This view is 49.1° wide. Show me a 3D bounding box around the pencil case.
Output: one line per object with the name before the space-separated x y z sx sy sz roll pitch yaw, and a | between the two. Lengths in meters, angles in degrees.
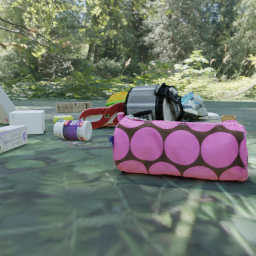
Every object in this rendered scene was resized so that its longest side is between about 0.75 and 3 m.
pencil case | 0.742 0.260 4.167 1.967 0.922 0.893 3 2 13

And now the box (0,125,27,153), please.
box | -2.818 0.298 5.758 0.487 0.455 2.350 1 7 7

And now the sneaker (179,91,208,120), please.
sneaker | 2.590 -0.976 12.313 1.073 1.194 2.765 -16 -6 32

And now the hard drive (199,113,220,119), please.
hard drive | 3.967 -0.611 14.142 0.970 0.196 1.470 0 8 5

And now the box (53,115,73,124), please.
box | -2.687 -0.339 11.569 0.750 0.309 1.278 -2 9 -17

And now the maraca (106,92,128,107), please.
maraca | -0.037 -1.348 15.183 2.423 1.296 1.661 -6 0 21

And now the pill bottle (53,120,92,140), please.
pill bottle | -1.482 0.056 7.485 0.933 0.520 0.520 2 7 15

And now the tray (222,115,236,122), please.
tray | 4.539 -0.424 12.621 0.571 0.214 1.157 2 7 20

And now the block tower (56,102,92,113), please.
block tower | -3.533 -1.376 18.515 2.350 0.635 0.679 -6 8 -37

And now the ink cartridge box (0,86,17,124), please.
ink cartridge box | -5.819 -1.308 10.781 2.627 2.675 0.579 3 45 28

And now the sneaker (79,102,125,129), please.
sneaker | -0.626 -0.528 10.485 2.507 0.982 1.448 -1 8 -16

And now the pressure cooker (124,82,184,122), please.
pressure cooker | 0.934 -0.666 9.062 1.747 1.560 1.536 4 5 31

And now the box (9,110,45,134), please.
box | -3.162 -0.196 8.887 0.951 0.664 1.249 -2 7 -13
